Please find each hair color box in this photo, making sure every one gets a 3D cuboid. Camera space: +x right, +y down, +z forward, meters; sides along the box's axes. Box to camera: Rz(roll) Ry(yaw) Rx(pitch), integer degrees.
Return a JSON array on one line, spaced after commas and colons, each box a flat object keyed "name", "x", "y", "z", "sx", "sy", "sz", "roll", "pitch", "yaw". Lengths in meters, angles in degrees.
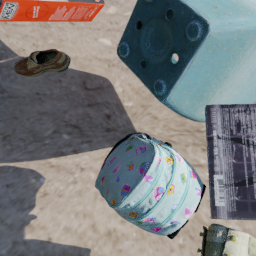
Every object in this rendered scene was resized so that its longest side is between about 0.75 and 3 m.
[{"name": "hair color box", "x": -2.003, "y": -3.379, "z": 6.767, "sx": 2.709, "sy": 0.830, "sz": 1.375, "roll": -21, "pitch": 85, "yaw": -42}]

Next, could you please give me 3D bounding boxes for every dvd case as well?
[{"name": "dvd case", "x": 2.452, "y": 0.474, "z": 4.231, "sx": 2.431, "sy": 0.194, "sz": 1.808, "roll": -1, "pitch": 72, "yaw": 9}]

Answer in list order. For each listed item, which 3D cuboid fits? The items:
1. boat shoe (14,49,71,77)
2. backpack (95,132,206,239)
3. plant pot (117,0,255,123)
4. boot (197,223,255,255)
[{"name": "boat shoe", "x": -2.170, "y": -1.662, "z": 6.870, "sx": 1.511, "sy": 0.558, "sz": 0.572, "roll": -7, "pitch": 71, "yaw": 18}, {"name": "backpack", "x": 0.274, "y": 0.967, "z": 4.982, "sx": 1.366, "sy": 2.158, "sz": 1.800, "roll": 29, "pitch": 88, "yaw": -22}, {"name": "plant pot", "x": 1.433, "y": -1.723, "z": 5.689, "sx": 2.763, "sy": 2.713, "sz": 2.706, "roll": -16, "pitch": 57, "yaw": -42}, {"name": "boot", "x": 1.151, "y": 2.540, "z": 4.304, "sx": 2.731, "sy": 0.984, "sz": 2.112, "roll": 22, "pitch": 70, "yaw": -27}]
